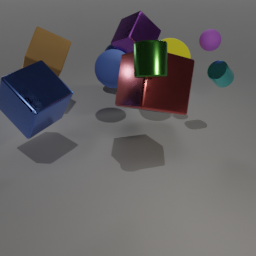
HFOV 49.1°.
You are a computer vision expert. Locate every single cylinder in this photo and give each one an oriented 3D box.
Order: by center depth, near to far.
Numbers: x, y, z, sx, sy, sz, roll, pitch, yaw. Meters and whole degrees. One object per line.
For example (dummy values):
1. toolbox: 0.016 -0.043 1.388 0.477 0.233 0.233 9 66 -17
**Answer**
1. cylinder: 0.467 -1.408 5.803 0.700 0.700 0.700 -1 8 0
2. cylinder: 3.124 -1.814 9.442 0.700 0.700 0.700 29 2 41
3. cylinder: 1.485 -2.440 10.627 1.400 1.400 1.400 -5 -11 -8

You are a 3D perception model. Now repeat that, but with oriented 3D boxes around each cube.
1. cube: 0.654 -1.146 7.240 1.400 1.400 1.400 6 4 -29
2. cube: -2.715 -0.824 8.160 1.400 1.400 1.400 46 50 5
3. cube: -3.252 -2.845 11.150 1.400 1.400 1.400 21 -20 -19
4. cube: 0.351 -4.054 12.503 1.400 1.400 1.400 31 -16 -34

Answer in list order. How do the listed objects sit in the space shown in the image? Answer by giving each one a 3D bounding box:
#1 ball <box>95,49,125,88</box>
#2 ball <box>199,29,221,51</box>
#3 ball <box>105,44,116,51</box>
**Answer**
1. ball: -0.534 -2.192 10.367 1.400 1.400 1.400 0 29 0
2. ball: 2.708 -2.895 9.235 0.700 0.700 0.700 0 29 0
3. ball: -0.500 -3.464 13.694 1.400 1.400 1.400 0 29 0
